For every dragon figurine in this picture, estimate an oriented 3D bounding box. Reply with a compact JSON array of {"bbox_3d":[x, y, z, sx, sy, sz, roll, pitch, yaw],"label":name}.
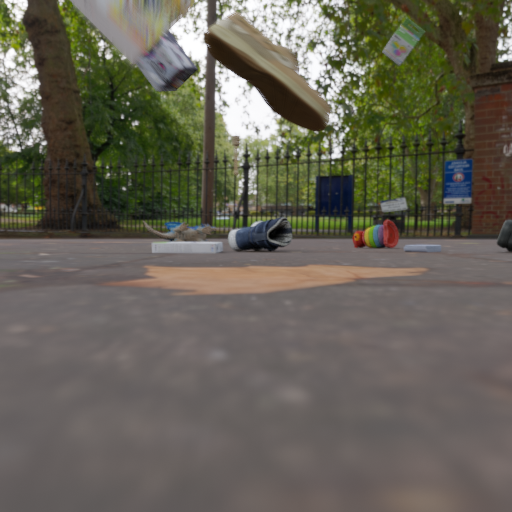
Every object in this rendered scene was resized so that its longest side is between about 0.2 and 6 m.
[{"bbox_3d":[-2.013,-0.537,14.935,2.507,0.738,1.246,-1,2,-35],"label":"dragon figurine"}]

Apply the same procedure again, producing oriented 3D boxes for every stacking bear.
[{"bbox_3d":[3.344,-0.523,16.047,1.278,0.776,0.727,-8,-13,41],"label":"stacking bear"}]

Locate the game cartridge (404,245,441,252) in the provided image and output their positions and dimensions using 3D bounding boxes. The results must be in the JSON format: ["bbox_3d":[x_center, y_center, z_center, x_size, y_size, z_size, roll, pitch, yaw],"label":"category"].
[{"bbox_3d":[3.839,-0.168,12.773,0.615,0.189,0.925,-3,0,38],"label":"game cartridge"}]

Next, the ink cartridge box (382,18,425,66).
[{"bbox_3d":[3.051,-4.432,11.642,0.488,0.279,0.939,38,-17,0],"label":"ink cartridge box"}]

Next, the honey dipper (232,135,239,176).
[{"bbox_3d":[-0.436,-2.169,12.126,0.167,0.878,0.167,-1,-10,0],"label":"honey dipper"}]

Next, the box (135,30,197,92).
[{"bbox_3d":[-1.904,-3.937,10.949,0.712,1.242,0.821,-37,0,27],"label":"box"}]

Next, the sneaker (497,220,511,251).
[{"bbox_3d":[6.016,-0.351,12.474,0.841,0.800,2.122,22,17,32],"label":"sneaker"}]

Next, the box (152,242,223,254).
[{"bbox_3d":[-1.464,-0.177,12.093,1.363,0.248,0.984,1,2,6],"label":"box"}]

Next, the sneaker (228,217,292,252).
[{"bbox_3d":[0.389,-0.526,13.215,1.352,0.711,1.871,-11,6,31],"label":"sneaker"}]

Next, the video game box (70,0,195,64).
[{"bbox_3d":[-1.589,-3.196,6.585,1.456,1.326,0.341,43,-37,-20],"label":"video game box"}]

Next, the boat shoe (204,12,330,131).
[{"bbox_3d":[0.307,-3.001,8.938,2.482,0.801,0.885,42,-16,6],"label":"boat shoe"}]
